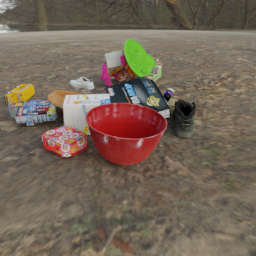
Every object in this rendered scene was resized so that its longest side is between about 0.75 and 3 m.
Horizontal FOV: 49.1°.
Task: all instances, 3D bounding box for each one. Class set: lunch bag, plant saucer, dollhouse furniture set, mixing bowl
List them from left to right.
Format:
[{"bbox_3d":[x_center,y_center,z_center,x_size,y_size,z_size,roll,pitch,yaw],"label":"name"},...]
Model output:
[{"bbox_3d":[-2.202,0.454,9.450,1.434,0.587,1.263,20,31,36],"label":"lunch bag"},{"bbox_3d":[-2.466,-1.237,12.561,2.197,0.411,2.197,17,16,-5],"label":"plant saucer"},{"bbox_3d":[-0.110,0.284,8.794,2.474,1.340,2.474,5,27,-3],"label":"mixing bowl"},{"bbox_3d":[0.908,-2.092,9.893,0.334,0.755,0.392,9,10,-35],"label":"dollhouse furniture set"}]

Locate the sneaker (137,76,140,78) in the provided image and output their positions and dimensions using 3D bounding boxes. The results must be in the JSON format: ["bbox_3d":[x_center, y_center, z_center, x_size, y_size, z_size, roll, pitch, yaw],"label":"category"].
[{"bbox_3d":[0.662,-2.581,15.978,0.586,0.651,1.584,4,26,3],"label":"sneaker"}]

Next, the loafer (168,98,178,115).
[{"bbox_3d":[1.291,-1.222,12.709,2.676,0.902,1.018,6,25,12],"label":"loafer"}]

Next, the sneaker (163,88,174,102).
[{"bbox_3d":[1.643,-1.301,11.910,0.367,0.525,1.056,23,-12,5],"label":"sneaker"}]

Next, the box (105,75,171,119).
[{"bbox_3d":[0.327,-1.085,11.564,2.129,0.616,2.679,-16,40,-3],"label":"box"}]

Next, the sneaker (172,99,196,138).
[{"bbox_3d":[2.215,-0.640,11.010,0.872,1.307,2.282,6,23,7],"label":"sneaker"}]

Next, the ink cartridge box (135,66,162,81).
[{"bbox_3d":[1.194,-3.372,17.618,1.220,0.697,2.350,10,27,21],"label":"ink cartridge box"}]

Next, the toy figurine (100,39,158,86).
[{"bbox_3d":[-0.196,-3.280,15.820,2.690,2.194,2.922,-21,-16,37],"label":"toy figurine"}]

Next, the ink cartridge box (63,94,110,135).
[{"bbox_3d":[-1.543,-0.532,10.775,1.736,1.256,1.278,-3,25,-6],"label":"ink cartridge box"}]

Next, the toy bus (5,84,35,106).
[{"bbox_3d":[-5.383,-1.654,14.005,0.751,0.625,1.919,2,24,2],"label":"toy bus"}]

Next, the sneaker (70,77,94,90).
[{"bbox_3d":[-2.665,-2.674,16.218,1.708,0.605,0.624,14,28,27],"label":"sneaker"}]

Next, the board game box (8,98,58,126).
[{"bbox_3d":[-4.033,-0.640,11.790,2.013,0.621,2.015,-6,26,-10],"label":"board game box"}]

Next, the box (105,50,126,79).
[{"bbox_3d":[-0.700,-3.709,16.676,1.053,0.876,2.562,-13,-4,2],"label":"box"}]
